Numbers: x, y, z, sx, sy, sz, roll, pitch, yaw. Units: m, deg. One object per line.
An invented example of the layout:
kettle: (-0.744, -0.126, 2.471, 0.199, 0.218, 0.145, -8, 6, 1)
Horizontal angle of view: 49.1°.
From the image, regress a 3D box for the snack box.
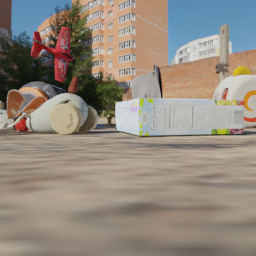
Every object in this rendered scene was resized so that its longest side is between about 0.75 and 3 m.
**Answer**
snack box: (1.051, -0.266, 6.421, 2.339, 0.792, 1.972, -2, 3, -16)

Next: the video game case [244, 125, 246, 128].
video game case: (3.122, -0.041, 8.975, 1.012, 0.118, 0.920, 0, 0, -42)

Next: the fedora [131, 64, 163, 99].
fedora: (0.837, -1.367, 11.900, 1.249, 2.446, 2.766, -5, 45, 10)

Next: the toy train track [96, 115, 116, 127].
toy train track: (-1.125, -0.282, 11.318, 1.614, 0.458, 2.815, 2, 3, 40)

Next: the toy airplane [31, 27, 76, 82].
toy airplane: (-2.140, -2.187, 8.081, 0.311, 1.689, 1.689, 0, 2, 35)

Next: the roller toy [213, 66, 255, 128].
roller toy: (3.959, -0.979, 9.792, 1.759, 1.928, 1.347, -39, 15, -2)

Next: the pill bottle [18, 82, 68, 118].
pill bottle: (-2.596, -0.663, 8.736, 1.422, 1.422, 2.677, 0, 2, 3)

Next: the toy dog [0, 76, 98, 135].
toy dog: (-2.010, -0.521, 6.450, 2.674, 1.288, 1.764, 0, 2, -10)
